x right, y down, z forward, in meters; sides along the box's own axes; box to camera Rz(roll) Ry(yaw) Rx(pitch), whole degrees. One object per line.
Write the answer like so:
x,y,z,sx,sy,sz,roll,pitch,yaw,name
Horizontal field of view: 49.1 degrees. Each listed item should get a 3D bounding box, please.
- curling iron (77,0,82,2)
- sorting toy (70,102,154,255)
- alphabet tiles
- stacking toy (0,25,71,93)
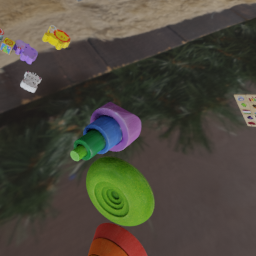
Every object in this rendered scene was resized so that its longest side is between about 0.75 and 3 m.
-0.394,-2.328,4.690,1.342,0.172,0.333,5,69,35,curling iron
-0.307,1.034,3.039,0.893,2.576,0.887,18,34,27,sorting toy
2.546,-0.260,4.790,1.208,1.010,0.046,7,63,42,alphabet tiles
-2.360,-1.710,5.480,2.024,1.526,0.476,28,43,-22,stacking toy
